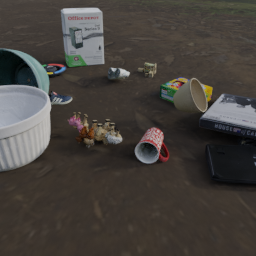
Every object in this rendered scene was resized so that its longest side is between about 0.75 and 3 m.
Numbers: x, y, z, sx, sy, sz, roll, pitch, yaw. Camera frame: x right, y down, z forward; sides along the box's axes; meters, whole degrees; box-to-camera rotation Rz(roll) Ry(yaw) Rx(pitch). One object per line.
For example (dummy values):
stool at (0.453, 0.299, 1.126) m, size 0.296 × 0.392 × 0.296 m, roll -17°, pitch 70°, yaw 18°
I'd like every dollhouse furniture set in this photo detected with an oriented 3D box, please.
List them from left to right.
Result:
dollhouse furniture set at (0.728, -2.458, 11.686) m, size 0.768 × 0.427 × 0.680 m, roll 10°, pitch 33°, yaw 16°

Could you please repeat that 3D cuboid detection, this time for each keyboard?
keyboard at (3.163, 0.770, 6.482) m, size 2.627 × 0.337 × 1.578 m, roll 3°, pitch 38°, yaw 4°

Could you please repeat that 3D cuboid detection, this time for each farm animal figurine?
farm animal figurine at (-0.910, 0.129, 7.269) m, size 1.292 × 0.681 × 1.307 m, roll 3°, pitch 22°, yaw -19°

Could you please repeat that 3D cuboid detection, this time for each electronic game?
electronic game at (-3.270, -2.462, 11.841) m, size 1.325 × 0.276 × 1.325 m, roll 0°, pitch 31°, yaw 0°

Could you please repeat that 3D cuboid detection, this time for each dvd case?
dvd case at (3.400, -0.386, 7.970) m, size 2.036 × 0.335 × 2.708 m, roll 14°, pitch 27°, yaw 26°

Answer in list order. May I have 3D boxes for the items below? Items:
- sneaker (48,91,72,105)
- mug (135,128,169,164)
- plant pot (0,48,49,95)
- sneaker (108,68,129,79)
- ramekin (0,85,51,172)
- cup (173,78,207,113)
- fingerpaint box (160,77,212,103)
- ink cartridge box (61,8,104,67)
sneaker at (-2.371, -1.031, 9.340) m, size 0.988 × 0.418 × 0.371 m, roll -8°, pitch 32°, yaw -13°
mug at (0.610, 0.466, 6.896) m, size 0.586 × 0.780 × 0.878 m, roll -28°, pitch 15°, yaw 27°
plant pot at (-3.255, -1.343, 8.423) m, size 2.117 × 2.117 × 1.418 m, roll 7°, pitch 21°, yaw 12°
sneaker at (-0.402, -2.104, 11.034) m, size 0.523 × 0.459 × 1.305 m, roll 5°, pitch 10°, yaw -29°
ramekin at (-3.060, -0.011, 6.834) m, size 2.413 × 1.267 × 2.413 m, roll 0°, pitch 31°, yaw 0°
cup at (1.712, -0.837, 7.972) m, size 0.702 × 0.981 × 0.981 m, roll -17°, pitch 18°, yaw 37°
fingerpaint box at (1.968, -1.223, 9.575) m, size 1.140 × 0.501 × 1.366 m, roll -25°, pitch 39°, yaw -35°
ink cartridge box at (-1.998, -4.021, 12.444) m, size 1.683 × 2.306 × 0.969 m, roll -9°, pitch 32°, yaw -15°
